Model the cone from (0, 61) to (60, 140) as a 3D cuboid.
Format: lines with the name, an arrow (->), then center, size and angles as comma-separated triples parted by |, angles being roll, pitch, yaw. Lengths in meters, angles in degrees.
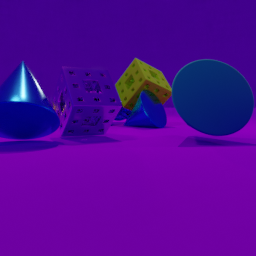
cone -> -1.962, -0.691, 5.148 | 1.375, 1.380, 1.375 | -6, -26, -3

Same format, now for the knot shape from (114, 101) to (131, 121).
knot shape -> -0.352, -0.698, 10.812 | 1.955, 0.966, 2.090 | 7, 9, 42

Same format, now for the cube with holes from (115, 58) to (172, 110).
cube with holes -> 0.521, -1.333, 9.513 | 1.231, 1.231, 1.231 | 19, 35, -35

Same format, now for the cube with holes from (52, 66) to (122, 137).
cube with holes -> -0.902, -0.530, 5.865 | 1.006, 1.006, 1.006 | -2, -35, -31

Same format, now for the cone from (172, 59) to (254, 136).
cone -> 1.457, -0.325, 5.733 | 1.522, 1.522, 1.527 | -1, -20, -6

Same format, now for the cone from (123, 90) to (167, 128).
cone -> 0.329, -0.338, 8.850 | 1.293, 1.288, 1.288 | -29, -12, 32
